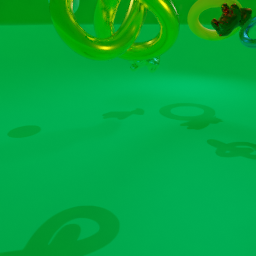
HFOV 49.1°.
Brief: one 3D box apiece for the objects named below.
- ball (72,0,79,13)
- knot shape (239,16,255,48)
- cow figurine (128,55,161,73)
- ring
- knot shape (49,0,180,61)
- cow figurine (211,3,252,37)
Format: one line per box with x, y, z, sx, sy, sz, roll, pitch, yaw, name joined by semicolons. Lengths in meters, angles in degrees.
-1.866;-3.722;8.160;0.873;0.873;0.873;0;22;0;ball
3.675;-2.667;7.054;1.496;1.400;0.691;20;25;23;knot shape
0.481;-2.419;9.642;1.270;0.697;1.250;48;49;5;cow figurine
3.062;-3.821;9.846;1.914;1.914;0.383;7;65;17;ring
-0.015;-1.892;4.044;1.993;1.865;0.921;3;29;-40;knot shape
3.325;-3.332;8.838;1.277;1.298;0.713;35;1;-40;cow figurine
